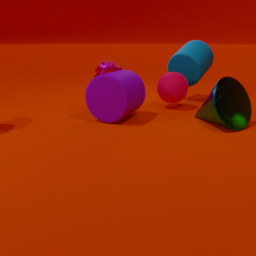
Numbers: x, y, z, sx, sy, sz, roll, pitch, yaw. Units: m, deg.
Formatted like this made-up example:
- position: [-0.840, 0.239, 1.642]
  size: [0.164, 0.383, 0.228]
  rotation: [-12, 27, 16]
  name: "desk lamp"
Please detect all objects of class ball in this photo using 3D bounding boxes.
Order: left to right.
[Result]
- position: [1.467, -1.324, 9.242]
  size: [1.028, 1.028, 1.028]
  rotation: [0, 18, 0]
  name: "ball"

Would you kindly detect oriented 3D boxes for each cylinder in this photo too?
- position: [-0.328, -0.940, 8.046]
  size: [1.322, 1.322, 1.322]
  rotation: [8, 20, 23]
  name: "cylinder"
- position: [2.294, -2.363, 10.236]
  size: [1.289, 1.289, 1.289]
  rotation: [12, 42, 33]
  name: "cylinder"

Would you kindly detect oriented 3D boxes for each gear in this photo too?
- position: [-0.502, -1.729, 10.319]
  size: [0.292, 1.581, 1.581]
  rotation: [-36, -7, 38]
  name: "gear"

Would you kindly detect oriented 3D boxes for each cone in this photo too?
- position: [2.344, -0.499, 7.761]
  size: [1.429, 1.429, 1.435]
  rotation: [-12, -5, -33]
  name: "cone"
